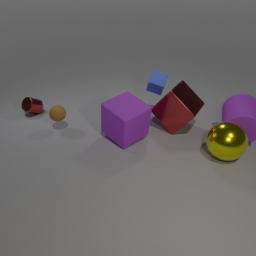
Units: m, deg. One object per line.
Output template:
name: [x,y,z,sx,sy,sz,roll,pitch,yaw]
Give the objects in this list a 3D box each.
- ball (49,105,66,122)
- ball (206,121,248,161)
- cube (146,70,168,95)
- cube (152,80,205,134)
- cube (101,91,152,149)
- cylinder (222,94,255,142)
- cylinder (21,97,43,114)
ball: [-2.925,-0.613,11.648,0.700,0.700,0.700,0,30,0]
ball: [3.506,0.462,9.932,1.400,1.400,1.400,0,30,0]
cube: [1.275,-1.991,12.328,0.700,0.700,0.700,20,65,3]
cube: [2.078,-0.876,11.738,1.400,1.400,1.400,47,41,1]
cube: [-0.094,-0.342,10.931,1.400,1.400,1.400,-29,51,-32]
cylinder: [4.394,-0.372,10.876,1.400,1.400,1.400,7,43,12]
cylinder: [-4.454,-1.047,13.052,0.700,0.700,0.700,18,4,29]
